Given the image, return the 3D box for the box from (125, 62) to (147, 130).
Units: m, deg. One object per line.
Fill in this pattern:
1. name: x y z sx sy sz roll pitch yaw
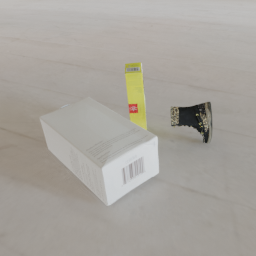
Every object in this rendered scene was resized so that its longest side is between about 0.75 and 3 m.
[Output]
1. box: 0.237 -0.793 7.881 0.486 1.941 0.730 -4 36 3

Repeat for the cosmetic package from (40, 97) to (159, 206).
1. cosmetic package: -0.766 0.370 6.750 1.567 1.127 2.776 -26 38 -29

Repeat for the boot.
1. boot: 1.699 -0.111 7.473 1.050 1.390 0.502 -3 46 14
